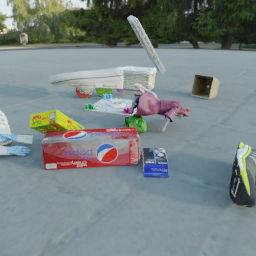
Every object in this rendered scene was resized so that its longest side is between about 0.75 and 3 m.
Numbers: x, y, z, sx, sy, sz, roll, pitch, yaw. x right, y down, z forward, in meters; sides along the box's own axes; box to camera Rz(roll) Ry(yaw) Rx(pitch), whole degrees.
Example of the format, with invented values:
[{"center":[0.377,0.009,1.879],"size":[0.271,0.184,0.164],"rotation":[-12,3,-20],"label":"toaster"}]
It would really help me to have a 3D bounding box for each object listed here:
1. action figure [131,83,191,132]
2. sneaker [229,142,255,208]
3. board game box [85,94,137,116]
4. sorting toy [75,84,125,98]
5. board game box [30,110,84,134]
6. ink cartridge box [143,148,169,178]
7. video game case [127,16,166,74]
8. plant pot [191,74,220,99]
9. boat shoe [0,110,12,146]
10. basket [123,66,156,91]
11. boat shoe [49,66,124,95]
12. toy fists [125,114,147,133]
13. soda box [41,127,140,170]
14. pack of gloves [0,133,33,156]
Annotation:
[{"center":[1.361,-0.904,11.424],"size":[2.451,1.825,1.642],"rotation":[4,20,-1],"label":"action figure"},{"center":[3.300,1.144,7.237],"size":[1.109,1.012,2.740],"rotation":[12,25,20],"label":"sneaker"},{"center":[-0.562,-1.273,14.546],"size":[2.535,0.328,2.535],"rotation":[8,22,19],"label":"board game box"},{"center":[-1.671,-2.273,16.807],"size":[2.917,1.011,1.005],"rotation":[-6,-2,-11],"label":"sorting toy"},{"center":[-2.290,-0.017,9.307],"size":[0.946,0.443,1.862],"rotation":[-10,-19,15],"label":"board game box"},{"center":[0.824,1.021,8.504],"size":[0.737,0.291,1.482],"rotation":[1,22,0],"label":"ink cartridge box"},{"center":[0.831,-4.107,13.563],"size":[0.320,2.643,2.903],"rotation":[-30,23,9],"label":"video game case"},{"center":[4.651,-2.408,16.471],"size":[1.133,1.279,1.278],"rotation":[-2,17,-43],"label":"plant pot"},{"center":[-5.116,-0.204,10.623],"size":[1.038,1.016,2.932],"rotation":[-10,27,-30],"label":"boat shoe"},{"center":[0.621,-3.232,18.322],"size":[2.176,1.343,1.475],"rotation":[9,22,20],"label":"basket"},{"center":[-1.368,-1.512,9.384],"size":[2.508,0.837,0.922],"rotation":[-6,14,2],"label":"boat shoe"},{"center":[0.328,-0.196,11.444],"size":[0.741,0.500,1.454],"rotation":[-3,20,-9],"label":"toy fists"},{"center":[-1.104,0.603,8.680],"size":[2.889,0.916,1.011],"rotation":[-2,21,-5],"label":"soda box"},{"center":[-3.874,0.481,9.343],"size":[1.286,0.254,1.081],"rotation":[5,35,-18],"label":"pack of gloves"}]
